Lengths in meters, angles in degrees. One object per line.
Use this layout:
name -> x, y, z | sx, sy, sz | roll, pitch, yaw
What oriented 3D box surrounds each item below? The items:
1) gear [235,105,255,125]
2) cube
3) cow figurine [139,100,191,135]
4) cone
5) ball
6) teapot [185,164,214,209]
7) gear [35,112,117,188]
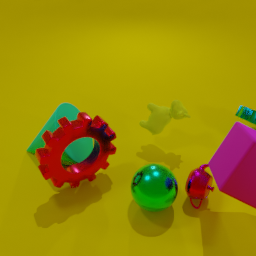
gear -> 3.790, -0.091, 7.518 | 1.743, 0.322, 1.743 | 24, 11, -5
cube -> 2.368, 0.724, 5.311 | 1.106, 1.106, 1.106 | 26, 19, -4
cow figurine -> 0.970, -0.254, 7.254 | 1.098, 1.116, 0.613 | 29, 9, 25
cone -> -2.040, 0.371, 7.359 | 1.633, 1.626, 1.626 | -19, 35, 19
ball -> 0.565, 1.279, 6.044 | 1.026, 1.026, 1.026 | 0, 40, 0
teapot -> 1.643, 1.231, 6.232 | 0.571, 1.165, 0.725 | 17, 0, 30
gear -> -1.099, 0.525, 6.223 | 1.784, 1.784, 0.330 | -22, 40, -24
